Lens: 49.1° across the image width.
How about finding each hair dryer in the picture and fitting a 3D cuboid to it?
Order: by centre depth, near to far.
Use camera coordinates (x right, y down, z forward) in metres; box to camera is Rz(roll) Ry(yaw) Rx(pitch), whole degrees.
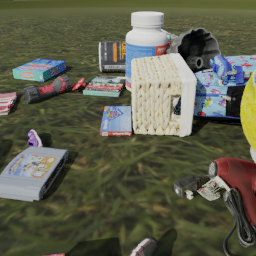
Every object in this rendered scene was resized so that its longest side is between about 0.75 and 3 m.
[{"bbox_3d":[2.242,1.375,5.425,2.491,0.677,1.897,-22,54,-29],"label":"hair dryer"}]

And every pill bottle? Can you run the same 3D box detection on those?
[{"bbox_3d":[0.694,-2.857,10.689,1.591,2.834,1.591,0,29,0],"label":"pill bottle"},{"bbox_3d":[-0.006,-3.332,13.106,2.629,1.396,1.396,-2,28,-3],"label":"pill bottle"}]

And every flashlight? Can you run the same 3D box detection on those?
[{"bbox_3d":[-2.982,-1.482,10.378,1.850,0.629,0.626,-26,79,-45],"label":"flashlight"}]

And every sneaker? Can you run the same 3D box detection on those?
[{"bbox_3d":[0.198,2.240,3.751,0.855,0.560,1.481,25,47,30],"label":"sneaker"},{"bbox_3d":[-2.545,0.318,7.472,0.340,0.329,0.816,-21,35,-24],"label":"sneaker"}]

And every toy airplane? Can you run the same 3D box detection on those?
[{"bbox_3d":[-2.149,-1.690,11.219,1.156,0.213,1.156,-6,29,3],"label":"toy airplane"}]

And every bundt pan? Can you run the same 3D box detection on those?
[{"bbox_3d":[2.351,-2.437,10.578,2.497,2.497,0.937,-19,19,-31],"label":"bundt pan"}]

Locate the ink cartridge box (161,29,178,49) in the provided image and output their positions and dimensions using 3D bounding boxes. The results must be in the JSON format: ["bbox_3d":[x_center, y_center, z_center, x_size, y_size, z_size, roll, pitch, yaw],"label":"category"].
[{"bbox_3d":[1.318,-3.784,12.398,1.340,0.619,2.460,27,34,11],"label":"ink cartridge box"}]

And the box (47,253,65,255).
[{"bbox_3d":[-1.056,2.355,3.173,0.742,0.775,1.555,-5,28,-8],"label":"box"}]

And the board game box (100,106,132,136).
[{"bbox_3d":[-0.338,-0.252,8.672,0.901,0.170,1.750,1,28,0],"label":"board game box"}]

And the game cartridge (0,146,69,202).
[{"bbox_3d":[-2.145,0.950,6.309,1.112,0.347,1.670,8,29,6],"label":"game cartridge"}]

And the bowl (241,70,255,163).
[{"bbox_3d":[3.115,0.173,5.155,2.649,1.426,2.649,12,41,-11],"label":"bowl"}]

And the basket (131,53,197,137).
[{"bbox_3d":[0.927,-1.086,8.504,1.634,1.796,2.649,-2,29,-1],"label":"basket"}]

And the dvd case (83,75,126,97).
[{"bbox_3d":[-0.864,-1.742,11.411,1.418,0.214,1.942,4,29,8],"label":"dvd case"}]

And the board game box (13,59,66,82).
[{"bbox_3d":[-4.027,-2.709,12.945,1.528,0.452,2.009,8,29,15],"label":"board game box"}]

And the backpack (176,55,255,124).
[{"bbox_3d":[2.902,-1.233,8.716,2.754,1.852,2.514,3,24,15],"label":"backpack"}]

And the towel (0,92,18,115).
[{"bbox_3d":[-4.619,-0.852,9.779,1.215,0.192,1.687,-5,29,-8],"label":"towel"}]
